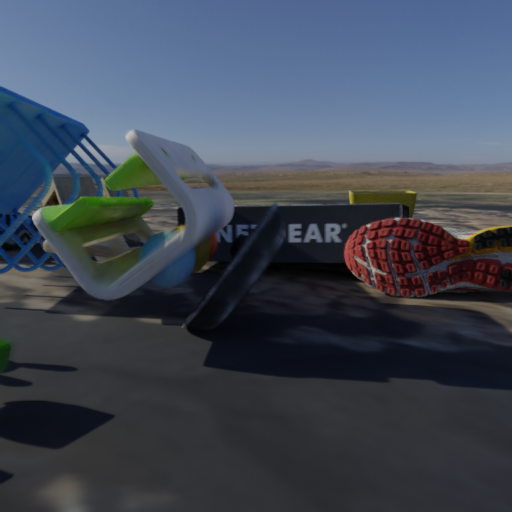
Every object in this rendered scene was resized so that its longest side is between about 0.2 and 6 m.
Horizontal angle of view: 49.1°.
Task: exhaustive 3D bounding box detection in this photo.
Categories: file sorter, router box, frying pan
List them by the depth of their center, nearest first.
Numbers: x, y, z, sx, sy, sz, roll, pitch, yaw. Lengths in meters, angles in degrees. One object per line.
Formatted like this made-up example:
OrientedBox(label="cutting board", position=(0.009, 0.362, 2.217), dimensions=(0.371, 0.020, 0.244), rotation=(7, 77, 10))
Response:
OrientedBox(label="frying pan", position=(-0.267, 0.212, 5.663), dimensions=(0.389, 1.447, 2.393), rotation=(37, -14, -2))
OrientedBox(label="file sorter", position=(-2.977, -0.811, 7.303), dimensions=(1.609, 1.820, 2.623), rotation=(47, 8, 6))
OrientedBox(label="router box", position=(0.737, -0.384, 8.880), dimensions=(3.231, 0.844, 2.540), rotation=(1, 4, 18))

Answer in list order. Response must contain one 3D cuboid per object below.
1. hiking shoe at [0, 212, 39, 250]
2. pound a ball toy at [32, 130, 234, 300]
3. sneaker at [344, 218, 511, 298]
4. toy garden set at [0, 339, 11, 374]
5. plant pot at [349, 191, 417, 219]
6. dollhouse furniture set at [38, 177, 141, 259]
OrientedBox(label="hiking shoe", position=(-5.015, -0.707, 10.536), dimensions=(1.055, 1.229, 2.835), rotation=(1, 8, 10))
OrientedBox(label="pound a ball toy", position=(-1.172, -0.150, 5.716), dimensions=(1.841, 1.199, 2.823), rotation=(-38, 3, 7))
OrientedBox(label="sneaker", position=(2.298, 0.097, 6.860), dimensions=(2.420, 0.942, 0.994), rotation=(6, -4, 12))
OrientedBox(label="toy garden set", position=(-3.017, 0.602, 2.590), dimensions=(2.232, 0.534, 2.678), rotation=(24, 18, 14))
OrientedBox(label="plant pot", position=(2.511, -0.747, 11.289), dimensions=(1.250, 1.102, 1.249), rotation=(0, 8, 8))
OrientedBox(label="dollhouse furniture set", position=(-3.122, -0.296, 10.805), dimensions=(1.890, 1.620, 1.988), rotation=(-8, -23, -44))
